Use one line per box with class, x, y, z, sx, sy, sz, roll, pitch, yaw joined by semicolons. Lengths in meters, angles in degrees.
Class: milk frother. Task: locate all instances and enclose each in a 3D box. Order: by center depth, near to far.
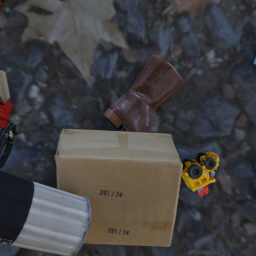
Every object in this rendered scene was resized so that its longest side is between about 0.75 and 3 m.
milk frother;-1.974;1.249;5.879;2.113;2.027;2.246;26;76;-28

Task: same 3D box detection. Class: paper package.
paper package;-0.281;1.561;7.319;2.940;1.521;2.803;2;114;-3

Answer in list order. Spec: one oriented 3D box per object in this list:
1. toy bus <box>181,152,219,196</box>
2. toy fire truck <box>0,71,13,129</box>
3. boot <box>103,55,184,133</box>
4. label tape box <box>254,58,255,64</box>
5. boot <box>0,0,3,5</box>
toy bus;2.197;1.391;8.284;1.163;0.789;1.116;-25;100;-4
toy fire truck;-4.200;-0.711;8.226;1.689;1.234;1.919;19;76;2
boot;0.961;-0.600;8.367;2.469;0.851;2.649;42;83;0
label tape box;4.665;-2.175;8.536;1.636;0.518;1.180;18;87;1
boot;-4.418;-4.007;8.709;1.110;0.402;0.801;-41;89;-5
